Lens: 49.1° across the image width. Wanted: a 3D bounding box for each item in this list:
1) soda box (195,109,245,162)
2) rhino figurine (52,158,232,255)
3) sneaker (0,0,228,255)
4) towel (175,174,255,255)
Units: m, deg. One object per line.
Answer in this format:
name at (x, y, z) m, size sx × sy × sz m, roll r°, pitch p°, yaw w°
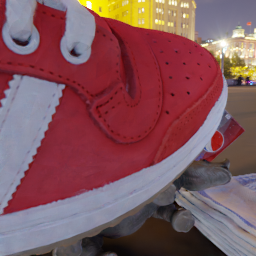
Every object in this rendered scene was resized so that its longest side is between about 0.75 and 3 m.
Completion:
soda box at (0.758, 0.226, 3.068) m, size 0.982 × 0.344 × 0.311 m, roll -44°, pitch 6°, yaw 8°
rhino figurine at (0.161, 0.496, 2.122) m, size 1.564 × 0.468 × 0.684 m, roll -21°, pitch 15°, yaw -21°
sneaker at (-0.618, -0.370, 0.558) m, size 2.463 × 1.385 × 0.878 m, roll -13°, pitch 40°, yaw -26°
towel at (1.731, 0.653, 2.215) m, size 2.366 × 0.282 × 1.737 m, roll -4°, pitch 10°, yaw -17°
